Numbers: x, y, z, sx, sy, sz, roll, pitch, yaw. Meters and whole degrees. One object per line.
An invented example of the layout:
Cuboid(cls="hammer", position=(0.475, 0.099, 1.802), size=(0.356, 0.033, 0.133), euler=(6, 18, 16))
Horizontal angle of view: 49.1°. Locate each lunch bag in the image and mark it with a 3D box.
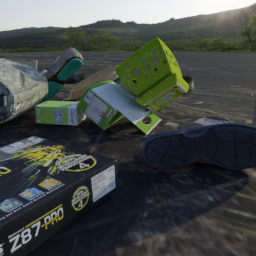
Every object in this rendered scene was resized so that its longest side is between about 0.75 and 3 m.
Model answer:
Cuboid(cls="lunch bag", position=(-4.010, -1.137, 8.748), size=(2.280, 1.894, 2.718), euler=(1, 19, 9))

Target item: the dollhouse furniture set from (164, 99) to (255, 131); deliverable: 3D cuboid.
Cuboid(cls="dollhouse furniture set", position=(2.645, -0.447, 7.782), size=(2.510, 1.226, 2.141), euler=(16, 24, 38))

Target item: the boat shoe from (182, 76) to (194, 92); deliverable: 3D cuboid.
Cuboid(cls="boat shoe", position=(2.098, -2.103, 13.781), size=(2.267, 0.711, 0.831), euler=(9, 46, 33))

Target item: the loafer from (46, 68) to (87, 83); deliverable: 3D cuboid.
Cuboid(cls="loafer", position=(-3.491, -3.034, 15.982), size=(2.475, 0.895, 0.901), euler=(-12, 21, -34))

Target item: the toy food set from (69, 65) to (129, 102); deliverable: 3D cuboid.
Cuboid(cls="toy food set", position=(-1.209, -1.815, 11.627), size=(2.676, 0.658, 2.704), euler=(-37, 22, -20))

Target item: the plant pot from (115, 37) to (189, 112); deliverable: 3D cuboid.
Cuboid(cls="plant pot", position=(0.865, -1.513, 8.819), size=(1.682, 1.526, 1.674), euler=(-33, -20, 19))

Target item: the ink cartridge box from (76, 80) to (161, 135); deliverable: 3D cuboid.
Cuboid(cls="ink cartridge box", position=(-0.230, -0.448, 8.655), size=(2.178, 0.825, 1.610), euler=(39, 27, 6))

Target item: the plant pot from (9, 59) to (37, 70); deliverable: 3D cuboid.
Cuboid(cls="plant pot", position=(-5.575, -2.782, 14.456), size=(1.583, 1.403, 1.585), euler=(-10, 20, -28))

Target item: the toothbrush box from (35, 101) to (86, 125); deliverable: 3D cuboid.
Cuboid(cls="toothbrush box", position=(-2.116, -0.498, 8.923), size=(1.337, 0.575, 0.973), euler=(2, 16, 7))

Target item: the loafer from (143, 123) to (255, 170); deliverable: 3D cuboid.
Cuboid(cls="loafer", position=(1.697, 0.310, 6.028), size=(2.764, 0.994, 0.871), euler=(-2, 14, 4))

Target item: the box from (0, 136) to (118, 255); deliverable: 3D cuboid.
Cuboid(cls="box", position=(-1.855, 0.988, 4.353), size=(2.257, 0.688, 2.800), euler=(10, 21, 35))

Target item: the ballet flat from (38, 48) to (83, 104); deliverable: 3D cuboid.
Cuboid(cls="ballet flat", position=(-2.712, -1.960, 10.426), size=(0.909, 2.670, 0.898), euler=(25, 33, -56))
